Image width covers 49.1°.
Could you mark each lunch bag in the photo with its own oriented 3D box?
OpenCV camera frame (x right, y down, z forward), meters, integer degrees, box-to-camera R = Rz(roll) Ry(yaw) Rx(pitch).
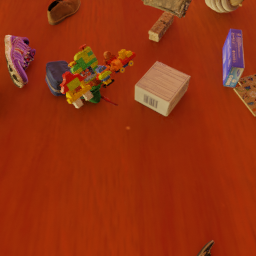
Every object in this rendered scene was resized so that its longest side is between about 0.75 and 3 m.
[{"bbox_3d":[1.370,-4.358,9.063,1.529,1.065,1.283,24,85,9],"label":"lunch bag"},{"bbox_3d":[-2.374,-1.689,9.875,0.831,0.809,1.223,-14,55,-29],"label":"lunch bag"}]

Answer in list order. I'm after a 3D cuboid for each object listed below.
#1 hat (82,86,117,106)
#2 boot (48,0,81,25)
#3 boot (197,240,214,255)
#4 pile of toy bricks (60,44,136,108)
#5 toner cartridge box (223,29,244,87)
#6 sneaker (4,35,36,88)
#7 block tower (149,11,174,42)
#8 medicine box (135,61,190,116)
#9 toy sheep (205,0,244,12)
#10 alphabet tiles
[{"bbox_3d":[-1.069,-0.942,9.794,0.804,0.854,0.971,-42,27,-20],"label":"hat"},{"bbox_3d":[-2.791,-5.382,12.364,0.730,0.748,1.982,26,59,19],"label":"boot"},{"bbox_3d":[2.030,3.254,6.886,0.614,0.294,0.813,40,70,21],"label":"boot"},{"bbox_3d":[-1.257,-2.072,9.379,2.858,1.411,1.586,-41,28,-20],"label":"pile of toy bricks"},{"bbox_3d":[3.875,-2.612,10.367,0.450,0.989,2.083,8,57,6],"label":"toner cartridge box"},{"bbox_3d":[-3.954,-2.617,10.401,1.065,1.029,2.553,-9,57,-16],"label":"sneaker"},{"bbox_3d":[1.417,-4.288,11.808,0.443,0.474,1.640,25,58,16],"label":"block tower"},{"bbox_3d":[1.181,-1.382,9.675,1.349,0.762,1.481,30,60,18],"label":"medicine box"},{"bbox_3d":[4.184,-5.878,12.174,1.662,1.662,2.410,-23,34,-15],"label":"toy sheep"},{"bbox_3d":[4.823,-1.153,9.951,1.654,0.063,1.988,-17,58,-12],"label":"alphabet tiles"}]
